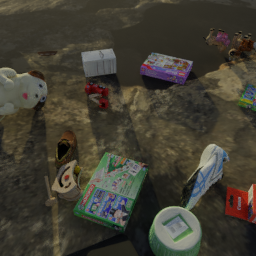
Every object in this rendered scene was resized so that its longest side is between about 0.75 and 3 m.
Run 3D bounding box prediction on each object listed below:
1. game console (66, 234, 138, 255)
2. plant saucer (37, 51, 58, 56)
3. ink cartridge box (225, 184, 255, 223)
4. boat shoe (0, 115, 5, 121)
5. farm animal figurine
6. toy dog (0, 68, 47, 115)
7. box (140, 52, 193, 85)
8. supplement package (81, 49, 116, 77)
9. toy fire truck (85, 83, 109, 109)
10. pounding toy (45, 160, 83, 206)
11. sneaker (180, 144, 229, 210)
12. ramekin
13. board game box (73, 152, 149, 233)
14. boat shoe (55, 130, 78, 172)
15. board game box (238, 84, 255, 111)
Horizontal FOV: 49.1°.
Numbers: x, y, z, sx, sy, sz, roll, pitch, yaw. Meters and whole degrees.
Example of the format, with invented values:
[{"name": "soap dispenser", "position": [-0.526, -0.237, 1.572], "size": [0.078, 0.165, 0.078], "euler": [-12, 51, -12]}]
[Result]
[{"name": "game console", "position": [-0.718, 4.185, 7.054], "size": [2.469, 1.437, 2.171], "euler": [-17, 77, -16]}, {"name": "plant saucer", "position": [-3.288, -3.046, 11.457], "size": [0.819, 0.150, 0.819], "euler": [-4, 13, 1]}, {"name": "ink cartridge box", "position": [4.148, 2.380, 8.645], "size": [2.071, 0.521, 1.128], "euler": [13, 46, 11]}, {"name": "boat shoe", "position": [-5.800, -0.392, 11.466], "size": [1.448, 0.481, 0.536], "euler": [-26, 51, -24]}, {"name": "farm animal figurine", "position": [5.637, -4.385, 15.008], "size": [2.517, 1.327, 2.545], "euler": [-18, 42, -35]}, {"name": "toy dog", "position": [-4.878, -1.483, 11.600], "size": [2.982, 2.081, 2.891], "euler": [2, 9, -8]}, {"name": "box", "position": [1.953, -3.046, 14.148], "size": [2.286, 0.447, 1.564], "euler": [18, 48, 17]}, {"name": "supplement package", "position": [-1.445, -3.269, 14.038], "size": [1.583, 0.928, 0.925], "euler": [-10, 46, -10]}, {"name": "toy fire truck", "position": [-1.410, -1.489, 12.651], "size": [1.496, 0.365, 1.055], "euler": [19, 48, 18]}, {"name": "pounding toy", "position": [-1.978, 1.682, 8.882], "size": [0.947, 0.950, 1.656], "euler": [-12, 40, 24]}, {"name": "sneaker", "position": [2.556, 1.644, 9.159], "size": [0.966, 0.958, 2.667], "euler": [37, 59, 6]}, {"name": "ramekin", "position": [1.348, 2.974, 7.906], "size": [1.498, 0.732, 1.498], "euler": [0, 45, 0]}, {"name": "board game box", "position": [-0.468, 1.983, 9.170], "size": [1.653, 0.358, 2.457], "euler": [15, 47, 15]}, {"name": "boat shoe", "position": [-2.253, 0.688, 10.267], "size": [0.679, 0.642, 1.888], "euler": [-2, 45, -2]}, {"name": "board game box", "position": [6.146, -1.153, 12.357], "size": [2.141, 0.312, 1.441], "euler": [23, 49, 21]}]
